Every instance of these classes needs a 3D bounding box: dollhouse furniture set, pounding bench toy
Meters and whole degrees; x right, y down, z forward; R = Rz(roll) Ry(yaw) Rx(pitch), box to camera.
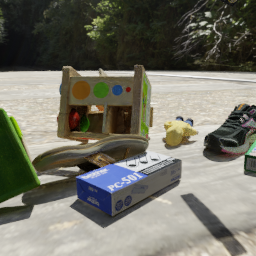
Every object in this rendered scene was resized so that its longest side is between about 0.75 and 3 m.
[{"bbox_3d":[-3.025,0.880,4.716,2.716,1.363,1.779,-23,0,-17],"label":"dollhouse furniture set"},{"bbox_3d":[-0.485,-0.408,7.384,2.077,1.654,2.663,2,-7,12],"label":"pounding bench toy"}]

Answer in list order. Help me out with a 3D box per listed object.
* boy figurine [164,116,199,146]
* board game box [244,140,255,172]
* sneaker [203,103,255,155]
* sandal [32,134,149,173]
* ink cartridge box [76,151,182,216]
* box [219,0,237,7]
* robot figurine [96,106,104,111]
[{"bbox_3d":[1.502,0.058,8.031,1.029,0.533,1.655,14,20,17],"label":"boy figurine"},{"bbox_3d":[3.989,0.695,5.804,2.653,0.386,1.785,9,17,32],"label":"board game box"},{"bbox_3d":[2.892,-0.088,7.437,1.031,1.108,2.567,12,19,43],"label":"sneaker"},{"bbox_3d":[-0.624,0.634,5.392,2.295,0.620,0.922,-8,-22,-29],"label":"sandal"},{"bbox_3d":[0.092,0.889,4.994,0.875,0.411,1.861,12,19,43],"label":"ink cartridge box"},{"bbox_3d":[2.014,-3.027,5.551,0.281,0.921,1.142,12,33,-16],"label":"box"},{"bbox_3d":[-0.568,-1.382,11.886,1.821,1.476,2.532,26,21,15],"label":"robot figurine"}]
